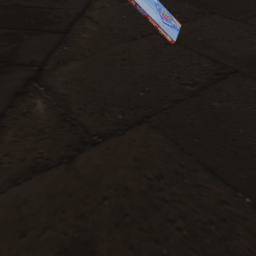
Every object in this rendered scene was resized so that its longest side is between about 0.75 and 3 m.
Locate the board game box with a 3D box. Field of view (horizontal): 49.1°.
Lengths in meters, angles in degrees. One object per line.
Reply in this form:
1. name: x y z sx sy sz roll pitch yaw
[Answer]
1. board game box: 0.662 -2.702 6.600 1.446 0.141 0.745 38 52 -21
